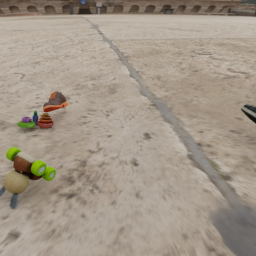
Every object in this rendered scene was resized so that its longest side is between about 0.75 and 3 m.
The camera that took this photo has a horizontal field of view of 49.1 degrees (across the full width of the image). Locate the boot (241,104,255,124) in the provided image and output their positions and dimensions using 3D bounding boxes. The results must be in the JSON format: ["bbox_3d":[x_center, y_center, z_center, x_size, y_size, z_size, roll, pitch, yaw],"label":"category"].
[{"bbox_3d":[3.686,-0.546,6.767,0.596,1.247,1.651,37,5,-29],"label":"boot"}]

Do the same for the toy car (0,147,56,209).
[{"bbox_3d":[-1.949,0.957,5.095,0.776,0.746,0.945,22,72,23],"label":"toy car"}]

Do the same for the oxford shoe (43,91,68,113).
[{"bbox_3d":[-2.146,-0.767,8.049,0.505,0.515,1.420,-16,9,5],"label":"oxford shoe"}]

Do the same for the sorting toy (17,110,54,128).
[{"bbox_3d":[-2.533,-0.254,7.698,0.959,0.394,0.576,-1,15,-24],"label":"sorting toy"}]
